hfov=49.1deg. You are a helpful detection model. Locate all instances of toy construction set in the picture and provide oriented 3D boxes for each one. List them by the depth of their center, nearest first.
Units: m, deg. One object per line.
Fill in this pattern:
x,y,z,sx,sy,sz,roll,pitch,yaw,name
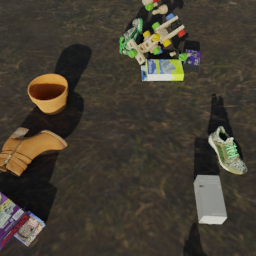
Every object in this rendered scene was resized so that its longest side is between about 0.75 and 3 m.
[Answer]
1.006,-4.152,12.301,2.177,2.833,2.363,-29,27,-29,toy construction set

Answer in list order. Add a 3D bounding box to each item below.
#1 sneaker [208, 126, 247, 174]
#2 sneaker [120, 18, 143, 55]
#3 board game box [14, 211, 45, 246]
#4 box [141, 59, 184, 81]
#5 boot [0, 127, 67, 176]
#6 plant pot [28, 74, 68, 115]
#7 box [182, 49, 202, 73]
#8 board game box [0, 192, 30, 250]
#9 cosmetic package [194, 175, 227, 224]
3.516,0.734,9.837,0.749,0.863,1.949,-18,54,-14,sneaker
0.185,-4.648,14.023,1.111,1.018,2.609,7,52,7,sneaker
-2.984,2.992,8.360,0.602,0.366,0.755,26,56,20,board game box
1.548,-2.656,12.814,1.837,0.438,1.120,-1,51,-1,box
-3.390,0.871,9.745,2.204,0.845,1.711,13,53,10,boot
-3.116,-1.269,11.293,1.542,1.080,1.542,0,51,0,plant pot
3.013,-3.178,13.230,0.793,0.443,1.123,8,52,10,box
-4.410,3.208,7.925,1.742,0.469,2.902,24,56,29,board game box
2.558,2.236,8.811,0.754,0.637,1.412,2,48,-3,cosmetic package
